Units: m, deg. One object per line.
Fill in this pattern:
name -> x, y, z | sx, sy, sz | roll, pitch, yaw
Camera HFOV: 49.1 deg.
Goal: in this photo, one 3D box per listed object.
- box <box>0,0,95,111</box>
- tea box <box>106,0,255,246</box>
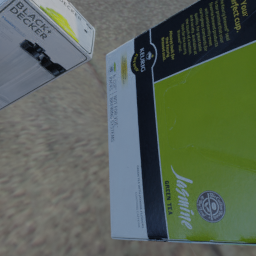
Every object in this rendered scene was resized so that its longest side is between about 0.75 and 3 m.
box -> -2.151, -1.455, 5.180 | 2.740, 1.598, 0.824 | -20, 51, 28
tea box -> 1.220, -0.012, 3.644 | 1.785, 2.628, 2.671 | 13, 69, -44
